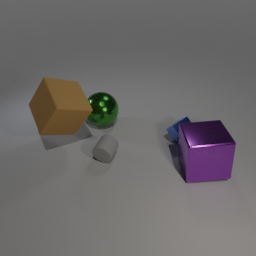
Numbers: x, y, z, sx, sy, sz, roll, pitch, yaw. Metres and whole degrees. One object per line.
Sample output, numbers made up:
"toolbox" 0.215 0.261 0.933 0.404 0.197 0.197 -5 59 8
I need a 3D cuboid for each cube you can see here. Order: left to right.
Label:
"cube" -2.343 -0.711 9.660 1.400 1.400 1.400 0 52 -45
"cube" 1.978 0.080 10.360 0.700 0.700 0.700 -35 88 -17
"cube" 2.445 0.721 8.975 1.400 1.400 1.400 -5 31 0

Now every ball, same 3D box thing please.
"ball" -1.081 -0.764 11.412 1.400 1.400 1.400 0 33 0

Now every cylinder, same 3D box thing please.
"cylinder" -0.769 0.704 9.661 0.700 0.700 0.700 12 42 18
